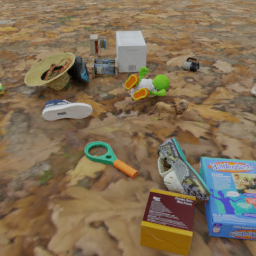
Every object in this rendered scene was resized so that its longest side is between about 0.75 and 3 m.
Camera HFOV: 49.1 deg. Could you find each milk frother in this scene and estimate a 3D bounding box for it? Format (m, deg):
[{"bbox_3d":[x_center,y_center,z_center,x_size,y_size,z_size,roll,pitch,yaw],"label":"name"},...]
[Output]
[{"bbox_3d":[3.579,-3.509,15.721,0.762,0.731,0.810,21,-3,27],"label":"milk frother"}]

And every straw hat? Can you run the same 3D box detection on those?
[{"bbox_3d":[-3.475,-2.426,13.412,2.656,1.124,2.656,-15,44,15],"label":"straw hat"}]

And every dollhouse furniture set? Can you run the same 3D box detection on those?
[{"bbox_3d":[-1.247,-3.737,14.703,1.374,1.950,1.366,-2,35,-3],"label":"dollhouse furniture set"}]

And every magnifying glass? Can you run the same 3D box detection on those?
[{"bbox_3d":[-0.578,1.030,9.301,2.208,0.247,0.879,29,43,34],"label":"magnifying glass"}]

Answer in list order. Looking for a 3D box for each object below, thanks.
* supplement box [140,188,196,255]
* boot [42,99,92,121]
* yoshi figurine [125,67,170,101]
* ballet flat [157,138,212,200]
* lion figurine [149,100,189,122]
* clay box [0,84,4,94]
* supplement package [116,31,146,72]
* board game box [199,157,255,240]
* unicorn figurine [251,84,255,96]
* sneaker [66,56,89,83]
[{"bbox_3d":[1.007,2.294,6.959,1.179,0.794,1.196,8,35,12],"label":"supplement box"},{"bbox_3d":[-2.496,-0.880,11.610,2.018,0.734,0.911,-4,40,-5],"label":"boot"},{"bbox_3d":[1.023,-1.897,12.209,1.402,1.407,2.504,16,16,25],"label":"yoshi figurine"},{"bbox_3d":[1.459,1.298,8.188,1.041,1.041,2.896,-5,25,-7],"label":"ballet flat"},{"bbox_3d":[1.623,-0.772,11.208,1.512,0.926,0.548,4,47,4],"label":"lion figurine"},{"bbox_3d":[-6.754,-1.939,13.386,1.157,0.479,2.013,-23,41,-30],"label":"clay box"},{"bbox_3d":[0.132,-4.456,16.129,1.569,1.511,2.759,-2,35,-3],"label":"supplement package"},{"bbox_3d":[3.079,1.858,7.787,1.905,0.563,2.504,4,35,5],"label":"board game box"},{"bbox_3d":[6.498,-1.413,12.478,1.553,0.835,2.261,-28,28,-20],"label":"unicorn figurine"},{"bbox_3d":[-2.746,-2.907,14.401,1.224,1.094,2.987,-13,26,-14],"label":"sneaker"}]
